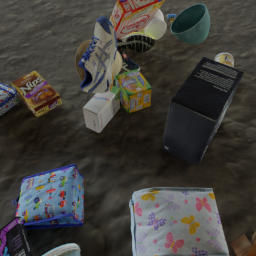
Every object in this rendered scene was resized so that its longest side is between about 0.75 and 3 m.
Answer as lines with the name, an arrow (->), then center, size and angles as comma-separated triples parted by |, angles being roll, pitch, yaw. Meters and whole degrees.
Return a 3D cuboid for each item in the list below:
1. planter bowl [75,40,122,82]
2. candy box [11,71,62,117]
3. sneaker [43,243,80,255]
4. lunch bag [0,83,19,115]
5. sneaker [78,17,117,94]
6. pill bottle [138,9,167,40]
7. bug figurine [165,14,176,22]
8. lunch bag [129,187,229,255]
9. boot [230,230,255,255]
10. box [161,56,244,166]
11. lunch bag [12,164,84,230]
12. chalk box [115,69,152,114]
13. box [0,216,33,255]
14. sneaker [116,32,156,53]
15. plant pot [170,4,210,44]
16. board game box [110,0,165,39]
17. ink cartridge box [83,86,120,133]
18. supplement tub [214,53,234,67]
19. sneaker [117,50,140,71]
planter bowl -> -1.079, -2.749, 11.856 | 1.958, 1.958, 1.318 | 31, 34, 23
candy box -> -3.776, -1.442, 11.498 | 1.169, 0.565, 2.003 | -35, 57, -23
sneaker -> -2.007, 4.274, 6.587 | 2.849, 1.133, 1.860 | -36, 57, -15
lunch bag -> -5.395, -1.294, 11.336 | 1.721, 0.650, 1.379 | 25, 54, 18
sneaker -> -1.013, -2.245, 8.905 | 1.075, 2.438, 0.918 | -9, 25, -28
pill bottle -> 0.926, -5.649, 14.290 | 1.468, 1.468, 2.638 | -17, 52, -13
bug figurine -> 2.781, -5.719, 15.000 | 1.321, 0.438, 1.703 | -10, 52, -9
lunch bag -> 1.222, 2.719, 7.599 | 2.334, 1.484, 1.979 | 4, 51, -11
boot -> 3.924, 3.379, 7.586 | 1.847, 0.681, 1.429 | -28, 55, -6
box -> 2.453, -0.542, 9.517 | 1.500, 2.512, 2.555 | 27, 57, 19
lunch bag -> -2.495, 2.150, 8.470 | 2.138, 1.006, 1.610 | -9, 54, 5
chalk box -> 0.108, -1.615, 11.331 | 1.036, 1.042, 1.674 | -21, 53, -16
box -> -3.127, 3.302, 7.584 | 1.026, 0.259, 1.435 | -41, 58, 8
sneaker -> 0.132, -4.391, 13.620 | 2.457, 0.960, 1.110 | 5, 49, 5
plant pot -> 2.485, -3.756, 10.573 | 1.467, 0.988, 1.467 | -27, 41, 26
board game box -> 0.204, -3.872, 9.524 | 1.656, 2.186, 0.506 | -29, 92, -15
ink cartridge box -> -0.966, -0.752, 10.579 | 0.671, 1.115, 1.534 | 22, 55, 17
supplement tub -> 4.165, -2.618, 12.241 | 0.856, 0.856, 1.184 | 11, 52, 9
sneaker -> -0.092, -3.087, 12.766 | 1.497, 0.633, 0.561 | 31, 57, 22
